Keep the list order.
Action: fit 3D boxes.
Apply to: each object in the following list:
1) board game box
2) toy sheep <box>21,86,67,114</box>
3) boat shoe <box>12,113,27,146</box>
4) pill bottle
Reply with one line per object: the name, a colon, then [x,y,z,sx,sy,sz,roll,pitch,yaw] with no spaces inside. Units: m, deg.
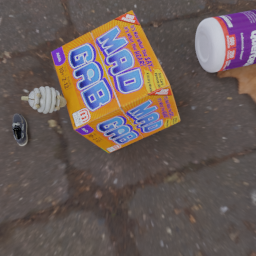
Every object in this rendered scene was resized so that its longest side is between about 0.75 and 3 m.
board game box: [-0.220,-0.985,7.001,2.170,2.172,2.170,-25,67,8]
toy sheep: [-1.703,-0.575,5.731,0.894,0.616,0.616,8,59,-29]
boat shoe: [-3.064,-0.018,7.875,0.379,0.327,1.042,-18,65,-6]
pill bottle: [3.609,-2.704,8.494,2.828,1.590,1.590,-13,64,-5]
